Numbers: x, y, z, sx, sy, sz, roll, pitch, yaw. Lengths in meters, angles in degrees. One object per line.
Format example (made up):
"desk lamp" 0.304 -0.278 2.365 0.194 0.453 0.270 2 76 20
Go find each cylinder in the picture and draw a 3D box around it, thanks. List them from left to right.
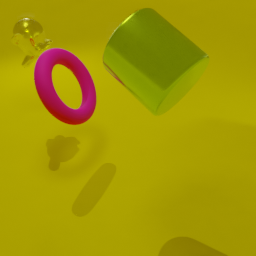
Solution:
"cylinder" 0.386 -0.918 3.997 1.091 1.091 1.091 45 47 13

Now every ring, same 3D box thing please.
"ring" -1.248 -0.864 5.847 0.331 1.653 1.653 -17 22 30

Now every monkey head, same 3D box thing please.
"monkey head" -2.522 -2.141 7.009 1.100 0.922 1.530 -40 27 18
